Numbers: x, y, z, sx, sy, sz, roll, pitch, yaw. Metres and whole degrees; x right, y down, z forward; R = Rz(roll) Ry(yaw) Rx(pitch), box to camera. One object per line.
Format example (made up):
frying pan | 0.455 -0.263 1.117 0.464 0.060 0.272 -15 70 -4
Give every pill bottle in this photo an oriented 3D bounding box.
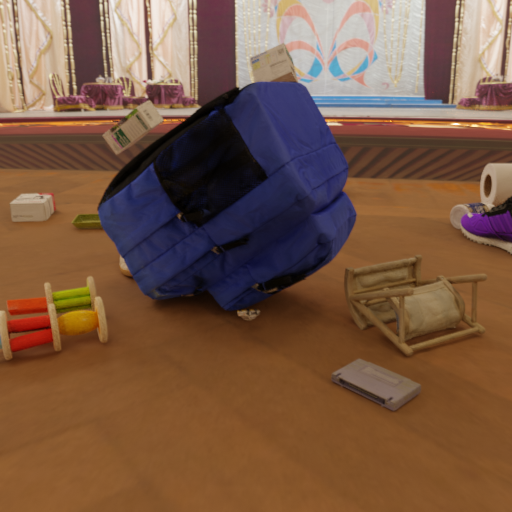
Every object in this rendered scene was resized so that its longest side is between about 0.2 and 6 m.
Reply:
pill bottle | 5.524 -1.027 14.145 1.126 0.625 0.625 -9 20 -26

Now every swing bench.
swing bench | 2.358 0.666 8.446 1.500 0.978 1.508 -9 15 -25

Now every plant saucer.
plant saucer | -4.172 -0.870 14.327 0.908 0.217 0.907 -2 18 -6

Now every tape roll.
tape roll | 7.086 -1.999 16.067 0.890 1.296 1.296 0 18 2

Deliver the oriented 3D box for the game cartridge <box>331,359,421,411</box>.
game cartridge | 1.473 1.569 6.893 0.603 0.179 0.930 -11 21 -42

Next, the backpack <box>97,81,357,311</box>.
backpack | -0.550 -0.724 9.300 3.793 3.183 3.082 -27 -1 26

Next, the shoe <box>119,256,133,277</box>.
shoe | -2.455 -0.018 11.249 0.633 0.483 1.811 -6 19 -18

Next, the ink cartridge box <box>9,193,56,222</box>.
ink cartridge box | -6.067 -1.331 15.257 0.899 0.516 1.238 -2 18 -8

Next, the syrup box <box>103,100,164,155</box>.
syrup box | -2.498 -2.578 11.323 1.241 0.489 0.505 -24 18 38

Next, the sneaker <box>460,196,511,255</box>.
sneaker | 5.619 -0.817 12.373 0.916 1.310 2.633 -7 20 -20

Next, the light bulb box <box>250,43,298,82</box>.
light bulb box | 0.508 -5.157 15.718 1.106 1.116 0.696 -18 -27 17

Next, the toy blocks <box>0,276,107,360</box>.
toy blocks | -3.230 0.898 8.090 1.896 0.688 1.580 -8 20 -22

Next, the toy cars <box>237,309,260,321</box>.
toy cars | -0.117 0.917 8.616 0.344 0.170 0.767 -2 -4 -2
